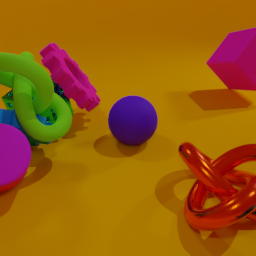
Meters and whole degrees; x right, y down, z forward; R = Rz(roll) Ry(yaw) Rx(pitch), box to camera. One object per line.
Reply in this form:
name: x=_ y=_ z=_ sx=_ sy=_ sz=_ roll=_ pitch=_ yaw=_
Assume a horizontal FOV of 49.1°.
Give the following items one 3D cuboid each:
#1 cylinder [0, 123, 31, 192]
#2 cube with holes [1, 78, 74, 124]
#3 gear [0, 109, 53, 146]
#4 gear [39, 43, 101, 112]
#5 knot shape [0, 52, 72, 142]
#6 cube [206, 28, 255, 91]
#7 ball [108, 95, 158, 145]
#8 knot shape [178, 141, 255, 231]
cylinder: x=-2.257 y=0.552 z=4.869 sx=1.031 sy=1.031 sz=1.031 roll=-16 pitch=-10 yaw=-26
cube with holes: x=-2.192 y=-0.535 z=6.981 sx=1.060 sy=1.060 sz=1.060 roll=13 pitch=46 yaw=23
gear: x=-2.492 y=0.001 z=5.734 sx=1.855 sy=0.343 sz=1.855 roll=3 pitch=-16 yaw=1
gear: x=-1.425 y=-1.282 z=7.120 sx=0.348 sy=1.882 sz=1.882 roll=-36 pitch=29 yaw=10
knot shape: x=-1.904 y=-0.744 z=5.349 sx=0.890 sy=1.926 sz=1.802 roll=-35 pitch=38 yaw=-9
cube: x=3.588 y=-2.099 z=8.731 sx=1.331 sy=1.331 sz=1.331 roll=-52 pitch=22 yaw=-5
ball: x=0.111 y=-0.175 z=6.492 sx=1.151 sy=1.151 sz=1.151 roll=0 pitch=29 yaw=0
knot shape: x=1.636 y=0.836 z=4.840 sx=2.041 sy=0.943 sz=1.910 roll=-15 pitch=32 yaw=-26
